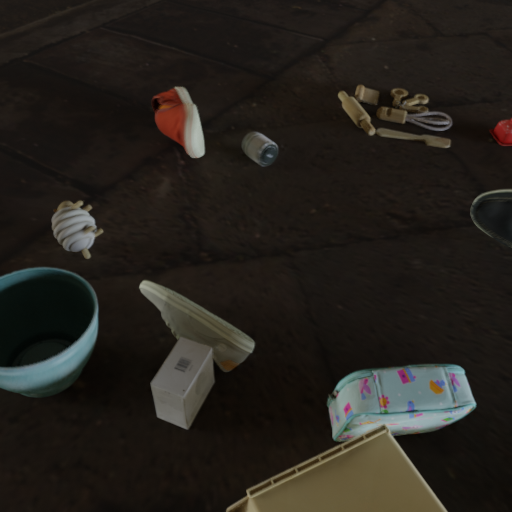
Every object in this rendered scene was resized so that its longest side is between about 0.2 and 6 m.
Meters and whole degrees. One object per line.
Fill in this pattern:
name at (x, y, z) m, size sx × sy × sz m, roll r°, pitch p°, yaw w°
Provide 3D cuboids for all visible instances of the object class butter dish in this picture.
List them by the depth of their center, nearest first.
butter dish at (5.706, -2.824, 12.510) m, size 0.712 × 0.526 × 0.710 m, roll -4°, pitch 42°, yaw -4°

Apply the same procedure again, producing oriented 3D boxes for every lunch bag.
lunch bag at (1.704, 1.840, 6.963) m, size 1.649 × 1.323 × 0.636 m, roll -2°, pitch 61°, yaw -9°

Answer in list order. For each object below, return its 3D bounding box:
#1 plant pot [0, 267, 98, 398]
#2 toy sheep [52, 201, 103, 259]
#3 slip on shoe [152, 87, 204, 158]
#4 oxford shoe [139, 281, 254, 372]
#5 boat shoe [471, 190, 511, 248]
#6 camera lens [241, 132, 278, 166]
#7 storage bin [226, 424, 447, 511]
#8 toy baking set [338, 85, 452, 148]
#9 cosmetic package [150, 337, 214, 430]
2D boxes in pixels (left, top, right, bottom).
plant pot at (-3.003, 1.192, 7.717) m, size 1.774 × 1.189 × 1.774 m, roll 1°, pitch 42°, yaw -1°
toy sheep at (-3.158, -0.466, 9.812) m, size 0.792 × 0.792 × 1.149 m, roll -21°, pitch 70°, yaw -21°
slip on shoe at (-1.705, -2.883, 12.173) m, size 0.897 × 1.086 × 2.932 m, roll -15°, pitch 37°, yaw -9°
oxford shoe at (-1.016, 1.007, 8.327) m, size 2.213 × 0.832 × 0.639 m, roll 29°, pitch 89°, yaw 30°
boat shoe at (4.862, -0.321, 9.249) m, size 2.852 × 1.066 × 0.946 m, roll 32°, pitch 27°, yaw 27°
camera lens at (0.084, -2.269, 11.893) m, size 0.551 × 0.551 × 0.688 m, roll -27°, pitch 49°, yaw -26°
storage bin at (1.050, 3.207, 5.742) m, size 2.114 × 0.998 × 2.129 m, roll -19°, pitch 47°, yaw -18°
toy baking set at (3.305, -3.420, 13.275) m, size 2.271 × 0.344 × 2.958 m, roll -8°, pitch 44°, yaw -8°
cosmetic package at (-0.958, 1.692, 7.463) m, size 0.507 × 0.824 × 0.822 m, roll 16°, pitch 45°, yaw 16°
